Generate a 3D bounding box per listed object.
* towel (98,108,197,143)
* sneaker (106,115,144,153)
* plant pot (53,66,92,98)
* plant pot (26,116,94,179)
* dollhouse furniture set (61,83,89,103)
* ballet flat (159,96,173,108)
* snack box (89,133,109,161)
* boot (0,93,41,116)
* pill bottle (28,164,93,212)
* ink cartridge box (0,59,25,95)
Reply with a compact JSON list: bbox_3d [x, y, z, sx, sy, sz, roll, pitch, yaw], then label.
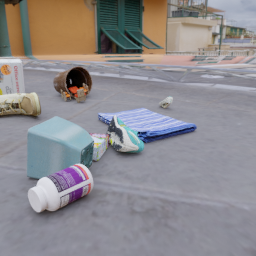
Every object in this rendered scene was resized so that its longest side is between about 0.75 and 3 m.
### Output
[{"bbox_3d":[0.533,-0.242,9.205,2.102,0.346,2.904,-11,21,-32],"label":"towel"},{"bbox_3d":[-0.132,0.216,7.579,0.744,0.724,1.869,15,16,-22],"label":"sneaker"},{"bbox_3d":[-2.785,-2.186,13.617,1.512,1.512,1.497,-17,16,-41],"label":"plant pot"},{"bbox_3d":[-1.336,0.498,5.903,1.099,1.078,1.075,14,21,14],"label":"plant pot"},{"bbox_3d":[-2.325,-1.643,12.685,1.186,0.611,1.173,-20,35,-25],"label":"dollhouse furniture set"},{"bbox_3d":[1.529,-0.992,11.400,0.361,0.361,1.007,-5,-10,-14],"label":"ballet flat"},{"bbox_3d":[-1.301,0.421,7.084,1.438,0.381,1.023,3,18,10],"label":"snack box"},{"bbox_3d":[-4.288,-0.781,10.038,1.833,0.854,2.370,-13,16,-36],"label":"boot"},{"bbox_3d":[-1.150,1.041,4.844,0.586,0.586,1.041,16,23,40],"label":"pill bottle"},{"bbox_3d":[-6.189,-2.305,13.227,2.404,1.746,1.738,-7,19,-20],"label":"ink cartridge box"}]
